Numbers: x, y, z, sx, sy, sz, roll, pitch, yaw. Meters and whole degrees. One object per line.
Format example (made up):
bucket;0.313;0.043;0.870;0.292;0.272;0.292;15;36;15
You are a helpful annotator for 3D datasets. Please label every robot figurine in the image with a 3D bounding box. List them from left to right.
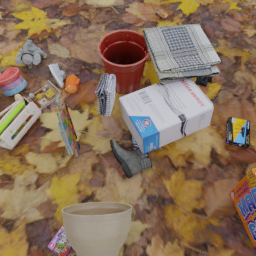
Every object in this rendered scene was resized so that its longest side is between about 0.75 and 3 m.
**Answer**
robot figurine;-2.500;-1.950;12.525;0.700;0.567;0.973;0;58;-2

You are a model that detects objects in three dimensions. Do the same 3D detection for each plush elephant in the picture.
plush elephant;-4.591;-3.329;13.113;1.196;1.452;1.124;8;76;-3

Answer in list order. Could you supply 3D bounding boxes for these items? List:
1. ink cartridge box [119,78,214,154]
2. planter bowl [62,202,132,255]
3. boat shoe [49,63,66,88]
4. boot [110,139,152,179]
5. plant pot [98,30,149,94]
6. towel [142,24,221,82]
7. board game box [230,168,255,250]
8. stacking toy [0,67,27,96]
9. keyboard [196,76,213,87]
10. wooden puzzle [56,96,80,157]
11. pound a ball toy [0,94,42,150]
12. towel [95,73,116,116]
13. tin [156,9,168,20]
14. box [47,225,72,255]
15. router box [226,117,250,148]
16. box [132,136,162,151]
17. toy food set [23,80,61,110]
ink cartridge box;1.419;-0.610;10.736;2.919;1.229;2.111;-22;55;-10
planter bowl;-0.938;3.171;8.583;2.154;2.154;1.449;0;85;0
boat shoe;-3.167;-2.467;12.867;0.546;0.535;1.532;-26;58;-11
boot;0.109;0.993;10.654;1.116;0.578;1.708;-28;70;-12
plant pot;-0.158;-2.704;12.110;2.130;2.071;2.130;0;58;0
towel;2.107;-3.063;11.012;2.614;0.469;2.715;-8;63;-14
board game box;4.962;2.451;8.759;2.208;2.206;2.207;-13;59;-8
stacking toy;-5.835;-1.566;12.351;2.326;1.085;2.569;18;52;41
keyboard;3.649;-2.541;13.077;0.728;0.277;1.399;16;60;10
wooden puzzle;-2.093;0.024;9.653;0.167;2.383;1.413;-13;22;1
pound a ball toy;-4.537;-0.274;11.391;1.471;0.959;2.256;8;53;34
towel;-0.790;-1.187;10.049;0.569;1.101;1.330;7;40;2
tin;1.872;-6.286;15.510;0.459;0.172;0.820;-32;63;-14
box;-2.053;3.658;9.195;0.676;0.193;0.988;27;62;16
router box;4.456;0.174;11.334;0.875;0.300;1.174;12;58;7
box;0.707;0.089;11.366;1.163;0.339;1.698;-4;58;-3
toy food set;-3.761;-1.453;12.296;0.984;0.414;1.371;40;66;22
